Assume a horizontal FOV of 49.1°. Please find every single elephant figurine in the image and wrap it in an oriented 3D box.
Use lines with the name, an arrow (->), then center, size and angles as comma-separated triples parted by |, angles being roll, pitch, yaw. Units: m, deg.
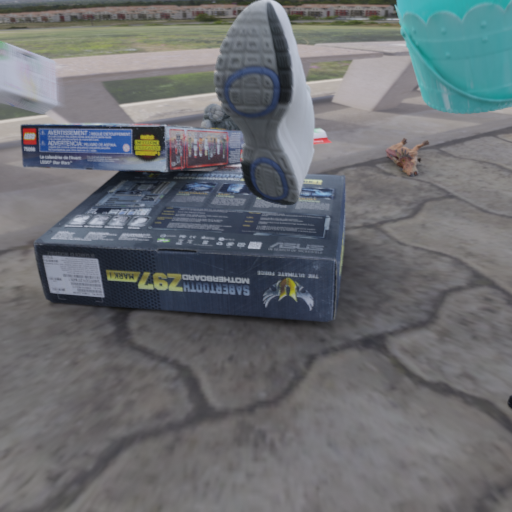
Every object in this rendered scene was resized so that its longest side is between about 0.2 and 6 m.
elephant figurine -> -0.293, -2.822, 13.430 | 2.066, 1.462, 1.603 | 7, 71, -5

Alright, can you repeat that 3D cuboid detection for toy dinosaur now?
toy dinosaur -> 3.372, -2.351, 13.082 | 0.960, 0.608, 1.416 | -21, 28, -24

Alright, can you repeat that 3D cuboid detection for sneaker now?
sneaker -> 0.220, -1.868, 6.838 | 0.976, 2.621, 1.141 | 16, 54, 20

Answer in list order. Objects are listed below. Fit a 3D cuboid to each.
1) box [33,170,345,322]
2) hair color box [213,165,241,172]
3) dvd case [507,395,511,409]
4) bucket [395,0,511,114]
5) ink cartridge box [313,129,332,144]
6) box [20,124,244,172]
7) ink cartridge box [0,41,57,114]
box -> -0.714, -0.368, 8.696 | 4.119, 1.051, 3.248 | 3, 28, 9
hair color box -> -0.415, -1.450, 11.313 | 0.924, 0.559, 1.847 | 12, 30, 24
dvd case -> 3.808, 1.632, 5.826 | 1.875, 0.164, 1.337 | -13, 30, -23
bucket -> 3.015, -2.938, 7.348 | 2.176, 1.416, 2.176 | -16, 36, 12
ink cartridge box -> 1.593, -3.232, 15.160 | 0.661, 0.206, 0.822 | -9, 27, -16
box -> -1.921, -1.949, 10.009 | 2.519, 0.734, 3.679 | 5, 12, 16
ink cartridge box -> -3.373, -2.519, 7.914 | 0.420, 0.725, 1.001 | -12, -10, 37
